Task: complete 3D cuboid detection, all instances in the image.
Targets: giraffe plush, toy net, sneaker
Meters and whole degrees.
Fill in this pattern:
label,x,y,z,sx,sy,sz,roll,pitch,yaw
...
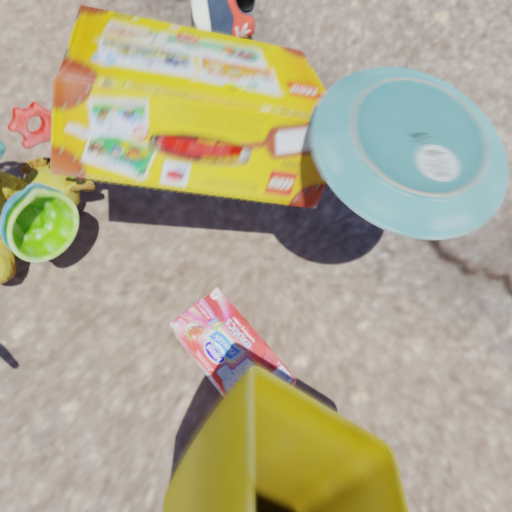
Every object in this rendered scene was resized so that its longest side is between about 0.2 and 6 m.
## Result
label,x,y,z,sx,sy,sz,roll,pitch,yaw
giraffe plush,-3.719,-0.830,8.999,1.880,2.318,2.000,-19,52,-43
toy net,-3.472,-1.308,6.810,0.700,3.624,1.901,32,87,34
sneaker,-0.715,-5.690,11.387,1.383,1.226,3.272,-6,74,-5

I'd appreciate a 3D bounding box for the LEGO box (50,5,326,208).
label,x,y,z,sx,sy,sz,roll,pitch,yaw
LEGO box,-0.747,-1.844,6.842,3.057,1.179,2.276,6,38,-15

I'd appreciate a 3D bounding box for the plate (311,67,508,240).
label,x,y,z,sx,sy,sz,roll,pitch,yaw
plate,1.619,-1.162,5.685,2.133,0.273,2.133,4,64,-9

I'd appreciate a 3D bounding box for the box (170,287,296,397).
label,x,y,z,sx,sy,sz,roll,pitch,yaw
box,-0.348,1.515,8.304,0.937,0.865,1.827,-38,71,-15

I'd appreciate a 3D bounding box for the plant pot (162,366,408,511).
label,x,y,z,sx,sy,sz,roll,pitch,yaw
plant pot,0.128,2.648,5.180,2.037,1.797,2.037,35,29,-24
